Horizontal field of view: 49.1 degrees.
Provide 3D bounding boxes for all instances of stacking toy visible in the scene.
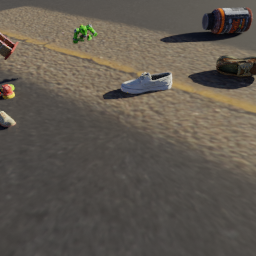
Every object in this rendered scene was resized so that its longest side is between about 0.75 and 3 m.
[{"bbox_3d":[-4.228,-1.319,9.218,0.947,0.400,0.857,-5,37,-8],"label":"stacking toy"}]

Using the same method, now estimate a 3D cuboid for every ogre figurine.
[{"bbox_3d":[-1.589,-3.443,10.182,0.930,0.558,0.456,-7,55,-3],"label":"ogre figurine"}]

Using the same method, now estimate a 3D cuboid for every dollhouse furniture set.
[{"bbox_3d":[-2.502,-1.383,5.140,0.885,0.476,0.360,-31,37,28],"label":"dollhouse furniture set"}]

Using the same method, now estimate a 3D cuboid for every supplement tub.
[{"bbox_3d":[4.940,-5.388,14.099,2.253,1.205,1.205,-5,37,-5],"label":"supplement tub"}]

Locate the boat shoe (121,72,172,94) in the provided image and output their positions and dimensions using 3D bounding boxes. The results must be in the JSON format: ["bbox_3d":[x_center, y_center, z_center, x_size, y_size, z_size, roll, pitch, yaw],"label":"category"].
[{"bbox_3d":[0.632,-1.568,9.397,1.775,0.583,0.639,-4,37,-6],"label":"boat shoe"}]

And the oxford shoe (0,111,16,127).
[{"bbox_3d":[-3.513,-0.285,7.878,0.855,0.316,0.303,20,41,25],"label":"oxford shoe"}]

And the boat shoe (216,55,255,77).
[{"bbox_3d":[4.154,-2.154,10.182,1.926,0.729,0.711,9,42,26],"label":"boat shoe"}]
